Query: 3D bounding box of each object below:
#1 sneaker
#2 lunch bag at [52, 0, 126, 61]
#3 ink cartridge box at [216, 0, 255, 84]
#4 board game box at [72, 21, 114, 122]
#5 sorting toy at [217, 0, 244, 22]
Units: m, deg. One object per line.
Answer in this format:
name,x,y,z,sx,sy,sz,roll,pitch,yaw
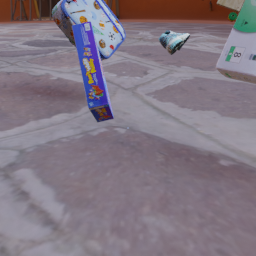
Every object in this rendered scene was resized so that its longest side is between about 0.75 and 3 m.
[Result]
sneaker,1.863,-3.637,11.303,0.881,0.792,2.041,41,33,5
lunch bag,-1.328,-3.847,10.176,0.991,2.622,2.101,-9,39,47
ink cartridge box,3.186,-1.745,5.163,0.647,2.078,2.582,19,6,-41
board game box,-0.502,-0.784,4.162,0.277,1.237,0.832,-13,-13,-1
sorting toy,2.902,-3.623,7.798,0.653,1.355,0.229,24,-6,9
